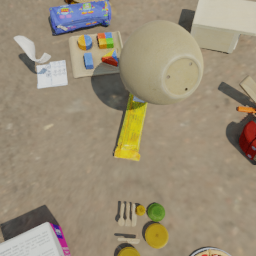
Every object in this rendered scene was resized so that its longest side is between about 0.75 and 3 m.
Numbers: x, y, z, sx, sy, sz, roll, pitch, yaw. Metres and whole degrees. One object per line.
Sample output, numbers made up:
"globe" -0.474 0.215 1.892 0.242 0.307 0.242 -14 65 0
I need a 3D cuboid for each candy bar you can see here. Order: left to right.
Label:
"candy bar" 0.237 -0.449 8.441 0.734 0.326 2.946 12 67 1

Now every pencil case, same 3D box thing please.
"pencil case" -1.610 -3.781 9.536 2.149 0.839 0.933 -11 53 -5

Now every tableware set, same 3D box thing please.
"tableware set" 0.372 2.882 7.110 1.304 0.297 1.935 3 66 -2

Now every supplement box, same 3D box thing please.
"supplement box" -1.807 3.634 6.204 1.355 1.326 2.621 -25 70 -10

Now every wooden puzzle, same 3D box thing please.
"wooden puzzle" -1.027 -2.516 9.252 1.790 0.414 1.658 -10 68 -4

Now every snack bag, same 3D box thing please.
"snack bag" -2.486 -1.750 9.101 0.992 0.106 0.935 -9 68 -3

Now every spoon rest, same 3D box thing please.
"spoon rest" -2.608 -2.101 7.525 1.247 0.620 0.378 38 99 25

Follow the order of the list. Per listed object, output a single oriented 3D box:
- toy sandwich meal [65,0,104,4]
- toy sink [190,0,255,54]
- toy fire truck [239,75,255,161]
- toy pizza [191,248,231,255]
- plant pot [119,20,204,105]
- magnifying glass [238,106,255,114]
"toy sandwich meal" -1.486 -5.026 10.207 1.962 0.672 1.962 2 66 -5
"toy sink" 3.173 -3.352 9.215 2.037 1.141 1.328 12 68 11
"toy fire truck" 3.802 -0.243 7.934 1.875 1.371 2.130 -38 61 -13
"toy pizza" 2.086 3.729 6.747 1.556 0.246 1.556 0 67 0
"plant pot" 0.842 -1.211 5.828 1.815 1.815 1.219 -21 31 -8
"magnifying glass" 4.039 -0.502 8.580 1.318 0.148 0.525 8 68 1
